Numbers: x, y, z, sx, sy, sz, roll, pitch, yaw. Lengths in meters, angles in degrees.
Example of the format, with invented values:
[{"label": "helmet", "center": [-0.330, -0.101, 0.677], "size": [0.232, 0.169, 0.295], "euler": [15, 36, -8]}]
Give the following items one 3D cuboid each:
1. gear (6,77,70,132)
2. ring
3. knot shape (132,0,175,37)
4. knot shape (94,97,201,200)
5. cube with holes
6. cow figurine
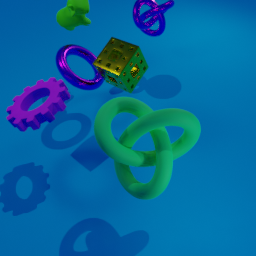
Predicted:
[{"label": "gear", "center": [-1.937, -0.536, 6.050], "size": [1.393, 0.258, 1.393], "euler": [-14, 44, 14]}, {"label": "ring", "center": [-1.252, -1.630, 7.492], "size": [1.437, 0.287, 1.437], "euler": [23, 49, -29]}, {"label": "knot shape", "center": [0.684, -3.494, 8.691], "size": [1.337, 1.429, 0.660], "euler": [-1, 57, -38]}, {"label": "knot shape", "center": [0.200, 0.188, 4.923], "size": [1.732, 0.855, 1.851], "euler": [40, 99, -4]}, {"label": "cube with holes", "center": [-0.158, -1.521, 6.821], "size": [0.840, 0.840, 0.840], "euler": [28, 79, 28]}, {"label": "cow figurine", "center": [-1.574, -3.233, 7.827], "size": [1.321, 0.725, 1.300], "euler": [-10, 1, 26]}]
